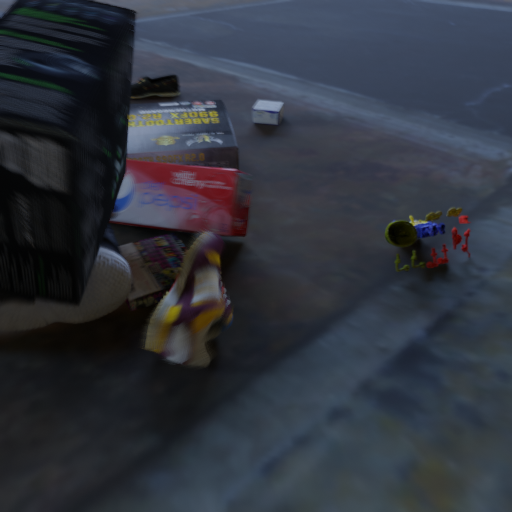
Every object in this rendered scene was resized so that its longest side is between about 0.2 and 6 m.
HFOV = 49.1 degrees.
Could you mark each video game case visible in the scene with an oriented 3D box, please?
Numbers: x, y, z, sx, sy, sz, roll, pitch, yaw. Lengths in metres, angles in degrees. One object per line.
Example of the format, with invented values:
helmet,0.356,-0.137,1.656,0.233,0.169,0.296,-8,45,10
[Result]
video game case,-1.529,0.196,8.434,1.216,0.240,1.341,-17,40,-24

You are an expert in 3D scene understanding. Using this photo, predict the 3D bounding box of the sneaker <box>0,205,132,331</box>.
sneaker,-3.604,-0.069,7.625,3.646,1.376,2.075,-3,46,-14

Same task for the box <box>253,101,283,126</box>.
box,0.305,-3.585,14.029,0.656,0.374,0.713,8,34,11

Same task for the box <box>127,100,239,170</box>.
box,-2.283,-2.344,11.725,3.554,0.859,2.815,-5,34,-7

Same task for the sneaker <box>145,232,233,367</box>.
sneaker,-0.682,0.570,7.446,0.923,0.768,2.049,23,51,1

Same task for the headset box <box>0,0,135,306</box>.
headset box,-2.305,-1.320,6.433,1.302,2.445,2.808,11,46,-6

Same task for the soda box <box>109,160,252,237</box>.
soda box,-1.675,-0.993,9.236,3.072,1.075,0.974,7,3,13

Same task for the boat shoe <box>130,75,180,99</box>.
boat shoe,-3.051,-4.727,15.594,1.820,0.570,0.666,-8,35,-9

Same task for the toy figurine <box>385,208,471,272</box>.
toy figurine,2.536,-0.258,9.054,1.613,0.851,0.966,-13,7,-22
